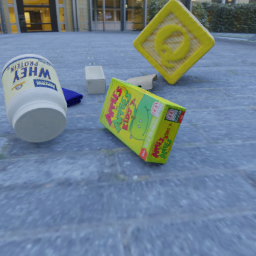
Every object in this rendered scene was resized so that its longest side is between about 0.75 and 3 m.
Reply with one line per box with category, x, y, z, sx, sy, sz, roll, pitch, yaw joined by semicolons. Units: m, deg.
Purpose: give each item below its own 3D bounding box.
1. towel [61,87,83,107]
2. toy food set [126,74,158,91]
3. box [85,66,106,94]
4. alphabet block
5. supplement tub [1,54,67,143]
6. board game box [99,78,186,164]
towel;-2.729;-1.203;11.260;1.640;0.406;1.211;21;37;39
toy food set;0.580;-1.986;12.811;1.376;0.579;1.918;-7;17;16
box;-1.534;-2.247;12.938;0.874;0.715;1.840;-3;30;-8
alphabet block;2.395;-4.356;14.111;2.894;2.878;2.947;43;25;-3
supplement tub;-2.704;-0.869;8.116;1.632;1.632;2.251;-10;51;-21
board game box;0.219;-0.324;7.635;0.676;1.443;2.841;10;15;-33
